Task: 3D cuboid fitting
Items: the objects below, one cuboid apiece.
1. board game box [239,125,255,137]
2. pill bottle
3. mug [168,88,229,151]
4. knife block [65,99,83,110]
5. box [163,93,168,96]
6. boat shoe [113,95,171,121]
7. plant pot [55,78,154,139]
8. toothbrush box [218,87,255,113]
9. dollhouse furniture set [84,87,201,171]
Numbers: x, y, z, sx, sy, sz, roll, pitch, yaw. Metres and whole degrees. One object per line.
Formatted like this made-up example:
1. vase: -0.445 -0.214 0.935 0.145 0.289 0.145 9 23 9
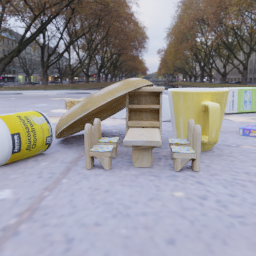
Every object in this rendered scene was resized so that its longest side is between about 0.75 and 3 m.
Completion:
1. board game box: 3.898 0.116 8.126 1.068 0.239 0.718 9 13 44
2. pill bottle: -2.369 0.198 5.537 0.953 0.953 1.702 5 11 28
3. mug: 1.532 -0.189 6.447 1.371 1.406 1.712 6 12 27
4. knife block: -2.643 -1.385 16.088 1.679 0.537 1.474 0 9 2
5. box: 1.288 -1.550 14.377 2.994 0.616 2.334 14 4 -24
6. boat shoe: 0.751 -0.829 11.612 2.990 1.072 1.013 -3 9 25
7. plant pot: -0.682 -0.563 7.430 2.912 0.400 2.912 -30 -3 -1
8. toothbrush box: 5.475 -1.465 14.422 2.862 1.232 2.084 -6 9 -23
9. dollhouse furniture set: 0.326 -0.116 5.891 2.047 1.450 2.228 0 9 5
